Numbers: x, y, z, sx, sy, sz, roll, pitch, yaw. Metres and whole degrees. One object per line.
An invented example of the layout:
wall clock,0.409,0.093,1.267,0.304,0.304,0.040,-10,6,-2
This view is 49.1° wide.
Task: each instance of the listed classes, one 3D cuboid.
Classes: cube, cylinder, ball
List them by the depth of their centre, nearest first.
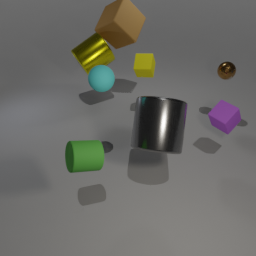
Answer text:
cylinder,-0.980,0.628,6.281,0.700,0.700,0.700,-1,29,-28
ball,-0.702,-1.302,7.381,0.700,0.700,0.700,0,32,0
cylinder,0.843,-0.068,7.656,1.400,1.400,1.400,7,-1,0
cube,3.168,-0.358,9.172,0.700,0.700,0.700,-46,50,-6
ball,3.846,-2.236,10.925,0.700,0.700,0.700,0,32,0
cube,0.664,-2.477,11.131,0.700,0.700,0.700,4,74,15
cylinder,-1.512,-3.169,12.177,1.400,1.400,1.400,-36,38,-1
cube,-0.336,-4.557,12.270,1.400,1.400,1.400,-1,63,49
